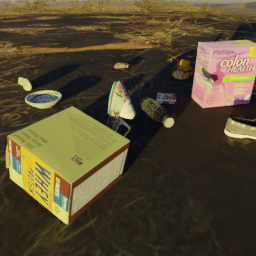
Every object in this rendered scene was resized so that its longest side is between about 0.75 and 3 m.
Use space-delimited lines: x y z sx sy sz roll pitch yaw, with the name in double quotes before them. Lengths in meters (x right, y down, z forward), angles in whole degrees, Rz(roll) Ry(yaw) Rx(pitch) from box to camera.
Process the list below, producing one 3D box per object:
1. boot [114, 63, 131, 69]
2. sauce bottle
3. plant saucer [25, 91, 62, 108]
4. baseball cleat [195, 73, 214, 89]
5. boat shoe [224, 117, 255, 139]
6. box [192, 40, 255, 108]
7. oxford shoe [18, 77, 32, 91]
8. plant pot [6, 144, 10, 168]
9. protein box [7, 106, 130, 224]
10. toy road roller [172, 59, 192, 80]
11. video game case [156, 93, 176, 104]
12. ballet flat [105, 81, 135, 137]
"boot" -0.312 -3.964 17.879 0.738 0.354 1.009 15 31 25
"sauce bottle" 1.199 -0.658 11.525 0.658 0.658 2.035 -12 30 -21
"plant saucer" -3.845 -1.258 12.882 1.633 0.410 1.633 -1 28 0
"baseball cleat" 3.038 -1.900 11.075 0.452 0.296 0.850 -34 77 -35
"boat shoe" 4.735 -0.003 10.343 2.164 0.647 0.773 5 29 8
"box" 4.378 -2.462 12.692 2.374 2.699 1.305 -6 29 -11
"oxford shoe" -5.361 -2.349 14.834 0.417 0.543 1.445 9 16 -44
"plant pot" -3.277 0.643 8.674 0.874 0.900 0.880 -5 11 -9
"protein box" -1.557 0.845 7.505 2.201 1.496 2.218 30 38 23
"toy road roller" 3.205 -3.438 16.290 0.797 0.947 1.297 18 34 30
"video game case" 1.837 -1.423 13.421 0.928 0.183 1.024 4 29 8
"ballet flat" -0.285 -0.259 8.834 0.879 2.469 0.854 23 28 11
